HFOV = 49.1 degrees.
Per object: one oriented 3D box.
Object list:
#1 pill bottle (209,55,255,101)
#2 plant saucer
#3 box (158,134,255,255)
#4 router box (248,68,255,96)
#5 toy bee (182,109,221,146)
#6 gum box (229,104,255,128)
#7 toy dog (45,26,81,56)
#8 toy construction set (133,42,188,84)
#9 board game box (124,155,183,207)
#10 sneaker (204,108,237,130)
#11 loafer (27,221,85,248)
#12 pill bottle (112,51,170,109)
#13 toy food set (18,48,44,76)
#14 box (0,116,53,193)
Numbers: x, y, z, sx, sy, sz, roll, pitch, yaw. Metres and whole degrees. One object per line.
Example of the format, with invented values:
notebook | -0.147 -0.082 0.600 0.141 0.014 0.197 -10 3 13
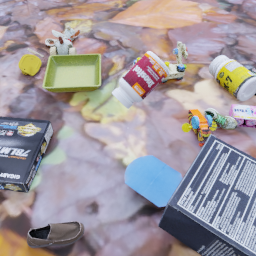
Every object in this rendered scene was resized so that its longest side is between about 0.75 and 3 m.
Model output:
pill bottle | 4.243 -2.055 11.303 1.101 1.101 1.927 -22 51 -19
plant saucer | -2.268 -2.246 11.849 2.292 0.549 2.295 -3 47 -2
box | 2.554 1.970 7.188 2.555 1.587 2.576 31 54 17
router box | 5.268 -1.948 11.689 0.916 0.380 1.223 -22 52 -19
toy bee | 2.454 0.069 9.607 1.218 1.011 1.861 5 22 10
gum box | 4.446 -0.419 10.254 1.302 0.431 0.739 5 47 5
toy dog | -2.988 -4.148 13.121 1.683 1.229 2.553 -16 50 -14
toy construction set | 1.556 -2.717 11.999 2.449 1.128 1.606 -23 50 -5
board game box | 0.774 1.625 8.485 1.780 0.346 1.406 32 50 19
sneaker | 3.234 -0.306 9.992 1.308 0.503 0.579 31 16 32
loafer | -1.895 2.757 7.288 1.516 0.538 0.554 -11 49 -10
pill bottle | 0.311 -1.222 7.371 1.467 0.829 0.829 -45 55 6
toy food set | -4.343 -2.800 12.476 0.875 0.486 1.487 21 48 -14
box | -4.045 0.729 9.107 2.544 0.632 2.525 6 47 6
